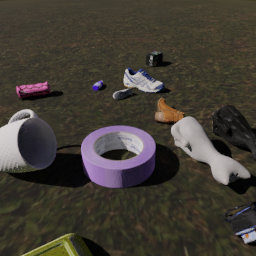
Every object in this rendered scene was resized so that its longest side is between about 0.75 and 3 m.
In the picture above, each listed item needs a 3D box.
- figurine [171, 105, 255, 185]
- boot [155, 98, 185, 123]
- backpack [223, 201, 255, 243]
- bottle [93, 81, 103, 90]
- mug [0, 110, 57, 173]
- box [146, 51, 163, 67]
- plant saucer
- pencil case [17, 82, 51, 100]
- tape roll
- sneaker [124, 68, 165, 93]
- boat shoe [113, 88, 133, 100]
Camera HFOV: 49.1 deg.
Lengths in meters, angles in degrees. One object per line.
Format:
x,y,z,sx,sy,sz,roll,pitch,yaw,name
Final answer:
3.175,0.576,8.892,2.800,1.205,2.732,-16,39,-23,figurine
1.741,-0.670,11.391,1.129,0.538,1.459,6,44,11,boot
3.010,2.084,6.441,1.099,1.153,0.889,-15,67,-26,backpack
-1.463,-2.135,13.976,0.328,0.256,0.785,11,33,17,bottle
-3.261,0.357,8.360,1.770,1.490,2.019,-12,59,27,mug
1.591,-4.155,16.823,0.920,0.683,0.572,-27,41,-36,box
-1.556,3.228,4.731,2.979,0.713,2.975,-16,35,-31,plant saucer
-4.362,-1.762,13.017,1.498,0.680,0.702,-14,0,-18,pencil case
-0.287,0.818,8.755,2.279,0.748,2.279,1,32,0,tape roll
0.762,-2.358,13.687,2.163,0.953,0.814,14,33,20,sneaker
-0.284,-1.589,13.067,1.091,0.387,0.381,-27,14,-31,boat shoe
